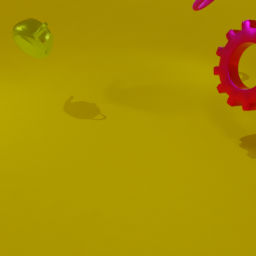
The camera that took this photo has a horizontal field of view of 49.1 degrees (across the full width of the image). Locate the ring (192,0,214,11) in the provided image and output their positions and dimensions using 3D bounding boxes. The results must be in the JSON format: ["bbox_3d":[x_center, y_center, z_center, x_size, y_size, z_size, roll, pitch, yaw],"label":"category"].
[{"bbox_3d":[2.911,-4.777,10.359,1.180,1.180,0.236,-30,88,-35],"label":"ring"}]

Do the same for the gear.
[{"bbox_3d":[2.853,-1.428,6.491,0.373,2.016,2.016,-6,35,-27],"label":"gear"}]

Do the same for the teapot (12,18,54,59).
[{"bbox_3d":[-2.844,-2.775,8.571,2.010,1.250,0.984,-2,53,58],"label":"teapot"}]
